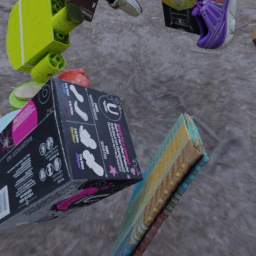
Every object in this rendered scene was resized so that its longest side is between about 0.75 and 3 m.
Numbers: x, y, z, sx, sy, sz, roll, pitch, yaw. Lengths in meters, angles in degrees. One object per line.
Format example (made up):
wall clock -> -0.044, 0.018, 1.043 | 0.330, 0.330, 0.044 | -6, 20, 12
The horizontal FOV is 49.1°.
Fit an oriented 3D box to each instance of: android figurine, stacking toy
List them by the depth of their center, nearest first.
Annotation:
stacking toy -> -2.354, -0.544, 6.680 | 2.484, 1.159, 2.744 | 22, 52, 24
android figurine -> -2.119, -2.407, 6.709 | 0.599, 2.915, 2.654 | 4, 72, -45

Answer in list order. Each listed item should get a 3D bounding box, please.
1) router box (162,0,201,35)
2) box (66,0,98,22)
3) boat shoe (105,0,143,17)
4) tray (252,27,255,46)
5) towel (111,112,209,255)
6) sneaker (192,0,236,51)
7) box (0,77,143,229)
router box -> 1.821, -4.016, 8.779 | 0.596, 1.794, 2.282 | -23, 33, -13
box -> -1.429, -3.677, 7.540 | 0.976, 1.188, 0.986 | 25, 12, 28
boat shoe -> -0.357, -4.195, 9.140 | 1.894, 0.708, 0.648 | 30, 66, -27
tray -> 4.259, -1.434, 6.732 | 1.382, 2.802, 0.519 | -8, 47, 47
towel -> 0.490, 0.875, 4.505 | 0.321, 2.170, 2.960 | 31, 13, 2
sneaker -> 2.186, -3.318, 7.205 | 1.080, 2.588, 1.043 | -4, 18, -3
box -> -1.122, 0.559, 4.499 | 1.327, 2.313, 1.529 | 9, 57, -45
